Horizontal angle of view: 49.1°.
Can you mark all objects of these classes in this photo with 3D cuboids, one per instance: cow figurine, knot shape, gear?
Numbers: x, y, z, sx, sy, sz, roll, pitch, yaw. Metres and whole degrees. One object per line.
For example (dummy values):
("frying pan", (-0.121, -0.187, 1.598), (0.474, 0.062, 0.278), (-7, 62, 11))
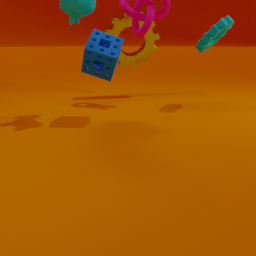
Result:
("cow figurine", (-1.185, -2.939, 6.646), (1.337, 0.734, 1.316), (38, -8, 31))
("knot shape", (0.457, -3.423, 8.354), (1.479, 1.384, 0.684), (11, 7, 21))
("gear", (2.578, -2.780, 8.371), (0.230, 1.243, 1.243), (51, 33, 7))
("gear", (0.102, -3.145, 10.025), (1.989, 1.989, 0.368), (-3, 33, -9))

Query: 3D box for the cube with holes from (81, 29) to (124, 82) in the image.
("cube with holes", (-0.643, -1.813, 7.015), (0.785, 0.785, 0.785), (18, 54, -4))
